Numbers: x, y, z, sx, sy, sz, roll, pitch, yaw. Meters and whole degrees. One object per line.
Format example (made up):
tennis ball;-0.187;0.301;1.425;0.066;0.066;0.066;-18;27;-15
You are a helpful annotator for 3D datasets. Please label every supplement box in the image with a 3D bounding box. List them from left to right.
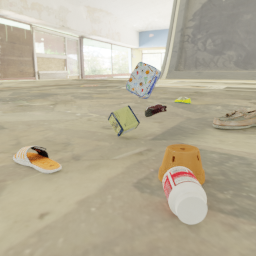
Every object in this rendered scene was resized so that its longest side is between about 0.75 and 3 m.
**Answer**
supplement box;-0.148;-0.242;9.648;0.761;0.762;0.512;-25;-16;-27

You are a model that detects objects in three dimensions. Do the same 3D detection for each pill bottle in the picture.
pill bottle;0.949;1.109;4.700;0.618;0.618;1.101;0;13;0

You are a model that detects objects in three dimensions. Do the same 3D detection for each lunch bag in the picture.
lunch bag;0.514;-1.549;9.274;0.931;1.162;0.439;30;9;29

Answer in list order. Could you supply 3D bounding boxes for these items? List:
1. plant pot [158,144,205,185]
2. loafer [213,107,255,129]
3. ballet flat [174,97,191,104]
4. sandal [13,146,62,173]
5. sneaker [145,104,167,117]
plant pot;1.170;0.766;6.051;1.001;0.701;1.001;1;12;0
loafer;4.709;-0.494;11.175;2.821;0.887;1.014;-3;13;-12
ballet flat;3.559;-1.822;18.177;1.199;0.402;0.401;11;17;41
sandal;-2.217;0.680;6.923;1.660;0.476;0.636;10;16;38
sneaker;0.981;-0.608;9.354;0.510;0.334;0.883;6;28;43
